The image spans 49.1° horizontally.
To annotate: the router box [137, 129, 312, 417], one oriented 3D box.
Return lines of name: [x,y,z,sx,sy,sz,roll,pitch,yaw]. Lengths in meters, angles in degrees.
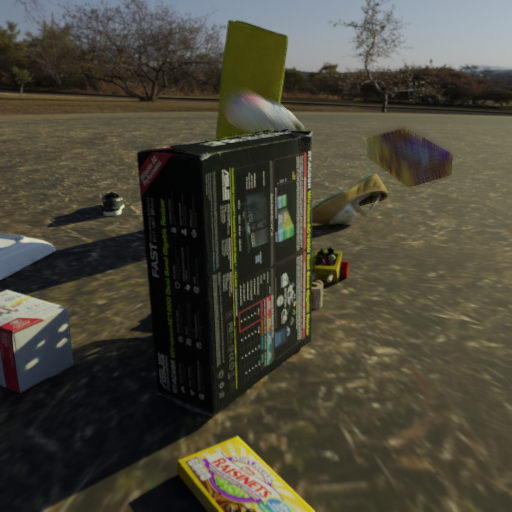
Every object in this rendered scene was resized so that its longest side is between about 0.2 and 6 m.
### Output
router box: [-0.206,0.047,6.161,0.838,2.697,2.021,11,21,34]

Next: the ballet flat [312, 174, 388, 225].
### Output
ballet flat: [2.168,-1.176,12.795,2.430,0.834,0.766,-32,78,-31]

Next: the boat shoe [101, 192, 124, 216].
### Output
boat shoe: [-3.608,-1.385,14.081,0.567,0.452,1.500,-6,19,-17]

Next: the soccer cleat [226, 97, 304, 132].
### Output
soccer cleat: [0.232,-2.545,10.446,1.736,0.606,0.749,-6,38,-48]

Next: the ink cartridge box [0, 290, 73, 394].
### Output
ink cartridge box: [-2.806,0.956,6.476,1.071,0.775,0.778,10,21,28]

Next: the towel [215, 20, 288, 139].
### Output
towel: [-0.169,-2.794,12.053,0.364,4.031,1.735,-22,42,-40]

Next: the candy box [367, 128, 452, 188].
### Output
candy box: [2.710,-1.788,10.044,0.865,0.419,1.483,-17,34,-11]

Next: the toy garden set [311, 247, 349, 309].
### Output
toy garden set: [0.239,0.308,8.830,2.178,0.521,2.612,5,19,15]

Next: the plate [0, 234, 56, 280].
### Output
plate: [-5.267,0.002,10.001,2.408,0.389,2.403,4,18,13]

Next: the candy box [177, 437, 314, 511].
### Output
candy box: [-0.082,1.929,4.506,0.636,0.164,1.243,-9,20,-33]
